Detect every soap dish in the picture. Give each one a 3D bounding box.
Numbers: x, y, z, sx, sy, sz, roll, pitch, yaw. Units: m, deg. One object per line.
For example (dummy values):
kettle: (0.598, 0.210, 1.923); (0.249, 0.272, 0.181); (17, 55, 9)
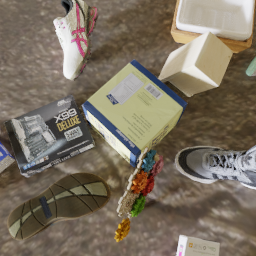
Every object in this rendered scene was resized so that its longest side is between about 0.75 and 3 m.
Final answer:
soap dish: (2.892, -3.717, 9.598); (2.622, 1.065, 2.063); (12, 70, 4)

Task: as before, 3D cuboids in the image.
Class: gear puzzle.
gear puzzle: (0.288, 1.811, 7.376); (0.336, 1.329, 2.566); (21, 81, 31)

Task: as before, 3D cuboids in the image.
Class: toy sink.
toy sink: (2.045, -1.849, 8.772); (1.108, 1.978, 1.289); (33, 71, -19)

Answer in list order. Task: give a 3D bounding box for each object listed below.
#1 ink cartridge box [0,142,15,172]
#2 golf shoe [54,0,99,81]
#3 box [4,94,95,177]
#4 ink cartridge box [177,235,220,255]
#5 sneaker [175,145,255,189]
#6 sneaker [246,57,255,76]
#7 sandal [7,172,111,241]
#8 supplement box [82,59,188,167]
ink cartridge box: (-4.868, 1.338, 7.970); (2.882, 0.637, 1.355); (-42, 76, -14)
golf shoe: (-1.842, -2.901, 9.106); (1.347, 1.062, 2.924); (16, 64, -26)
box: (-2.334, 0.205, 8.423); (2.221, 0.553, 1.751); (-24, 71, -8)
ink cartridge box: (1.617, 3.847, 6.883); (1.031, 0.404, 2.178); (18, 73, -18)
sneaker: (2.818, 0.917, 7.576); (2.924, 1.664, 1.103); (10, 70, 3)
sneaker: (5.249, -2.025, 9.011); (2.573, 1.000, 1.800); (-35, 73, -11)
sandal: (-1.837, 2.165, 7.656); (2.975, 0.812, 1.216); (-30, 68, 5)
supplement box: (0.175, -0.405, 8.197); (2.088, 1.401, 2.086); (43, 75, 14)
